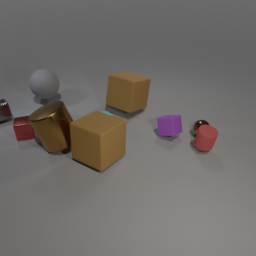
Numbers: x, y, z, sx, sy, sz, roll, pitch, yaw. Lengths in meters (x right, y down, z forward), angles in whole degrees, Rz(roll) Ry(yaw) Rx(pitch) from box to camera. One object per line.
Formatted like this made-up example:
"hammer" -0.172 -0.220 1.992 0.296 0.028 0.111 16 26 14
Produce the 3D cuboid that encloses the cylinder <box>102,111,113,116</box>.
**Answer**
"cylinder" -0.872 -0.266 11.580 0.700 0.700 0.700 -15 30 -23

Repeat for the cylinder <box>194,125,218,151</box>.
"cylinder" 2.816 0.361 10.124 0.700 0.700 0.700 5 40 -4

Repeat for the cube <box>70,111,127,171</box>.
"cube" -1.016 0.397 9.767 1.400 1.400 1.400 19 31 30

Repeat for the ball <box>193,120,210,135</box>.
"ball" 2.937 0.016 11.180 0.700 0.700 0.700 0 32 0

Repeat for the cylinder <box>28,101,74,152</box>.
"cylinder" -2.688 -0.063 10.280 1.400 1.400 1.400 -18 28 10

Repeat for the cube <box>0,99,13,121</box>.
"cube" -5.532 -0.771 12.158 0.700 0.700 0.700 -25 32 -27

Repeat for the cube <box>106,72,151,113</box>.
"cube" 0.012 -1.650 12.640 1.400 1.400 1.400 21 26 30

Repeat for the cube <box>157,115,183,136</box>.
"cube" 1.652 -0.109 11.032 0.700 0.700 0.700 1 14 40

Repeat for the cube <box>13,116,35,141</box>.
"cube" -4.130 -0.003 11.196 0.700 0.700 0.700 -10 34 -12

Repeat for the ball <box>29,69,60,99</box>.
"ball" -3.999 -2.112 13.418 1.400 1.400 1.400 0 32 0
